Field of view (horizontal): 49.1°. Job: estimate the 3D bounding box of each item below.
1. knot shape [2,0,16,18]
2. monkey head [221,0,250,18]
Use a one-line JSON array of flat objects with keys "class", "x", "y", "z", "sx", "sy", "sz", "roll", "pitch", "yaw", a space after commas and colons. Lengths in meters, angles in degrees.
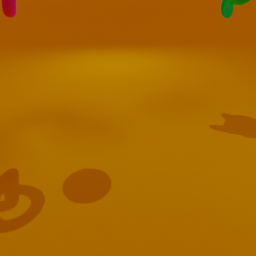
[{"class": "knot shape", "x": -2.223, "y": -2.673, "z": 4.927, "sx": 1.515, "sy": 1.417, "sz": 0.700, "roll": 29, "pitch": 57, "yaw": 12}, {"class": "monkey head", "x": 2.818, "y": -3.944, "z": 7.323, "sx": 1.351, "sy": 1.878, "sz": 1.132, "roll": 32, "pitch": 21, "yaw": 15}]
